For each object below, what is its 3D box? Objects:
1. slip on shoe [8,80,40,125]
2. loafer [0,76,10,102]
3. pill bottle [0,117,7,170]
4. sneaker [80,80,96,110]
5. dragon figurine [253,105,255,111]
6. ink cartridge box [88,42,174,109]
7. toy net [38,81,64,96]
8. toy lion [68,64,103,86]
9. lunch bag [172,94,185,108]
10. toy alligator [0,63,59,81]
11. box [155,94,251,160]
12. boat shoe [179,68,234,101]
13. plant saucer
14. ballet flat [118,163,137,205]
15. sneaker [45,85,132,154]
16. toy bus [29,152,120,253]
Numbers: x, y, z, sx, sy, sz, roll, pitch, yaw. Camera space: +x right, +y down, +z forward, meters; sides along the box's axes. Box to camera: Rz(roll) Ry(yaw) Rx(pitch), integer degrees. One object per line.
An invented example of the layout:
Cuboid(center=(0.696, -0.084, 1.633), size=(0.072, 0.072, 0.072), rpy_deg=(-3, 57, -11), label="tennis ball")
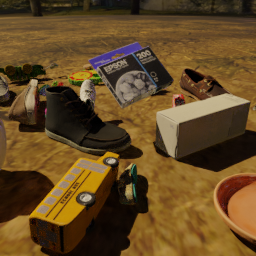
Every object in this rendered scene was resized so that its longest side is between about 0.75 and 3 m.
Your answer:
Cuboid(center=(-3.630, -0.968, 9.991), size=(0.824, 1.034, 2.720), rpy_deg=(-4, 35, -11), label="slip on shoe")
Cuboid(center=(-5.259, -1.603, 11.463), size=(0.717, 0.716, 2.051), rpy_deg=(-12, 29, -22), label="loafer")
Cuboid(center=(-4.411, 0.361, 6.172), size=(2.953, 1.709, 1.709), rpy_deg=(-1, 27, -5), label="pill bottle")
Cuboid(center=(-1.267, -0.948, 9.093), size=(0.564, 1.531, 0.885), rpy_deg=(6, -13, -16), label="sneaker")
Cuboid(center=(5.690, -1.489, 10.415), size=(2.943, 1.463, 0.866), rpy_deg=(-10, 28, -19), label="dragon figurine")
Cuboid(center=(0.096, -1.703, 8.213), size=(1.863, 0.408, 1.881), rpy_deg=(-28, 74, -24), label="ink cartridge box")
Cuboid(center=(-2.705, -1.442, 10.636), size=(0.313, 0.851, 1.622), rpy_deg=(46, 8, 10), label="toy net")
Cuboid(center=(-1.898, -2.457, 13.446), size=(1.767, 0.607, 1.694), rpy_deg=(12, 36, 22), label="toy lion")
Cuboid(center=(1.670, -0.565, 9.155), size=(0.393, 0.958, 0.844), rpy_deg=(-4, 29, 5), label="lunch bag")
Cuboid(center=(-4.798, -2.688, 13.622), size=(2.900, 0.697, 0.961), rpy_deg=(-9, -4, -17), label="toy alligator")
Cuboid(center=(2.190, -0.131, 8.115), size=(2.812, 1.155, 0.961), rpy_deg=(-14, 29, -28), label="box")
Cuboid(center=(3.063, -1.587, 11.110), size=(1.043, 1.042, 2.964), rpy_deg=(-15, 32, -27), label="boat shoe")
Cuboid(center=(2.720, 1.622, 5.482), size=(2.050, 0.384, 2.050), rpy_deg=(0, 26, 0), label="plant saucer")
Cuboid(center=(-0.013, 1.221, 6.264), size=(0.456, 0.456, 1.291), rpy_deg=(1, 28, 2), label="ballet flat")
Cuboid(center=(-1.261, -0.273, 7.940), size=(2.867, 1.523, 1.072), rpy_deg=(12, 29, 22), label="sneaker")
Cuboid(center=(-0.901, 1.314, 5.616), size=(0.905, 0.753, 2.313), rpy_deg=(12, 29, 14), label="toy bus")
